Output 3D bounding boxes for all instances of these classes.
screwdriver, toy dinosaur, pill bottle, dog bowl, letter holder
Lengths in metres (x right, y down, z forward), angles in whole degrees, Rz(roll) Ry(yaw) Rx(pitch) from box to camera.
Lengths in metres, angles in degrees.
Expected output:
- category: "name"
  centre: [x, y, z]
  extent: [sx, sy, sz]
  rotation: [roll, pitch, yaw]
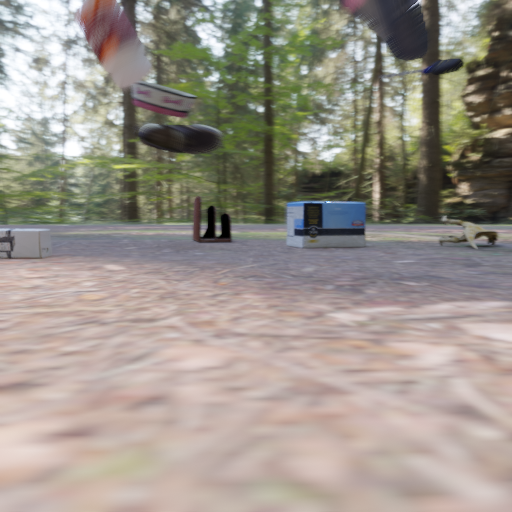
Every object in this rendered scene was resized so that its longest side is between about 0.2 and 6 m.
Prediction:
- category: "screwdriver"
  centre: [2.726, -3.071, 9.412]
  extent: [0.225, 0.234, 1.610]
  rotation: [-32, 21, -30]
- category: "toy dinosaur"
  centre: [4.785, -0.544, 12.608]
  extent: [1.206, 0.694, 2.386]
  rotation: [4, 6, 35]
- category: "pill bottle"
  centre: [-1.597, -2.400, 6.295]
  extent: [0.514, 0.901, 0.514]
  rotation: [-31, 7, 4]
- category: "dog bowl"
  centre: [-2.062, -3.432, 12.295]
  extent: [1.417, 0.522, 1.417]
  rotation: [15, 16, -4]
- category: "letter holder"
  centre: [-1.216, -0.994, 15.087]
  extent: [0.864, 1.221, 1.718]
  rotation: [-1, 4, -12]

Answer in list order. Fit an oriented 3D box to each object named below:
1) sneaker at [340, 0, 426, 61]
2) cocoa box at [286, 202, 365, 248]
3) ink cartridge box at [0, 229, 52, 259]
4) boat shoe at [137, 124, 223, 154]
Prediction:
- category: "sneaker"
  centre: [0.861, -2.822, 5.482]
  extent: [0.925, 2.254, 0.791]
  rotation: [-22, 19, 36]
- category: "cocoa box"
  centre: [1.530, -0.695, 12.395]
  extent: [1.514, 0.994, 1.010]
  rotation: [-1, 4, -19]
- category: "ink cartridge box"
  centre: [-4.019, -0.207, 9.201]
  extent: [1.134, 0.473, 0.824]
  rotation: [-1, 4, -8]
- category: "boat shoe"
  centre: [-1.531, -2.327, 11.205]
  extent: [1.717, 0.618, 0.556]
  rotation: [6, 20, -5]
